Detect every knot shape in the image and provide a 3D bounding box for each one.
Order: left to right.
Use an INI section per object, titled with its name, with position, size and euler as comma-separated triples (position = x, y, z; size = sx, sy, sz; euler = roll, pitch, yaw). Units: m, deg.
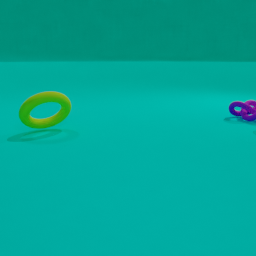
[knot shape]
position = 3.708, -0.517, 8.406
size = 1.159, 0.536, 1.085
euler = 1, 13, -4

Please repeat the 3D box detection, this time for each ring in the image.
[ring]
position = -2.024, -0.419, 6.906
size = 1.279, 1.279, 0.256
euler = -9, 57, -31
